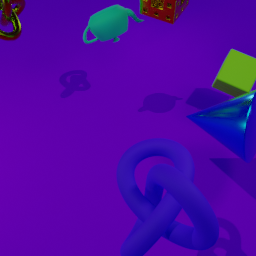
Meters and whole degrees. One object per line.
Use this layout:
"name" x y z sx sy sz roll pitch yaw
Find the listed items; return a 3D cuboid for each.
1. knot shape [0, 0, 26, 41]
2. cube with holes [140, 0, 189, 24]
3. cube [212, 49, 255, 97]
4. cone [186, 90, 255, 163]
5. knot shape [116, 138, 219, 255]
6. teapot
"knot shape" -3.167 -2.934 7.257 0.671 1.451 1.358 4 82 1
"cube with holes" 0.813 -2.911 5.987 0.826 0.826 0.826 25 61 18
"cube" 2.456 -1.195 6.348 0.746 0.746 0.746 26 88 10
"cone" 1.795 -0.138 5.556 1.392 1.387 1.387 11 48 35
"knot shape" 0.303 0.912 3.206 0.679 1.374 1.469 14 22 -29
"teapot" -0.362 -2.387 6.501 1.517 0.743 0.943 -27 27 -5
